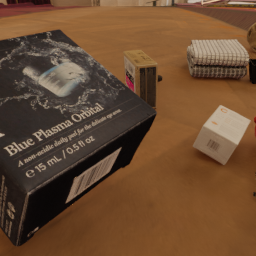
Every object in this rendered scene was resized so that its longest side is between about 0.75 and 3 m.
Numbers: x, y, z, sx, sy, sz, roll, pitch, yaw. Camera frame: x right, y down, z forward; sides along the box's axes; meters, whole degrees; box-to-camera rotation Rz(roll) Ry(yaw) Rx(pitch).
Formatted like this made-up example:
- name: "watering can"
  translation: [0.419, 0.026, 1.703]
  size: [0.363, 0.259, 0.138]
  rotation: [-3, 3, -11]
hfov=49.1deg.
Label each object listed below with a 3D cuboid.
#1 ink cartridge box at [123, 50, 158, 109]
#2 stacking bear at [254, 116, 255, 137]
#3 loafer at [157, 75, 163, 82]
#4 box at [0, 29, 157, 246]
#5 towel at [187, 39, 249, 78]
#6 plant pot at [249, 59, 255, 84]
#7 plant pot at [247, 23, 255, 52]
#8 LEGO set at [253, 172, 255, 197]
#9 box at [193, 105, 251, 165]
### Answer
- name: "ink cartridge box"
  translation: [0.409, -1.738, 9.931]
  size: [0.739, 1.621, 1.967]
  rotation: [-8, 29, -12]
- name: "stacking bear"
  translation: [4.012, 0.319, 6.320]
  size: [1.691, 1.584, 2.785]
  rotation: [33, 8, -19]
- name: "loafer"
  translation: [0.959, -1.987, 11.778]
  size: [1.020, 0.371, 0.369]
  rotation: [-8, 36, 5]
- name: "box"
  translation: [-1.433, -0.119, 4.649]
  size: [2.642, 1.551, 2.598]
  rotation: [42, 44, 16]
- name: "towel"
  translation: [4.061, -3.234, 13.165]
  size: [2.444, 1.263, 2.952]
  rotation: [2, 30, 6]
- name: "plant pot"
  translation: [5.656, -2.362, 11.878]
  size: [0.986, 0.877, 0.988]
  rotation: [5, 28, 10]
- name: "plant pot"
  translation: [8.525, -5.652, 16.501]
  size: [2.495, 2.726, 2.726]
  rotation: [-29, 39, -25]
- name: "LEGO set"
  translation: [3.023, 1.211, 6.007]
  size: [1.074, 0.304, 0.698]
  rotation: [-30, 36, -22]
- name: "box"
  translation: [2.414, 0.133, 7.165]
  size: [0.899, 0.704, 1.445]
  rotation: [32, 39, 18]
